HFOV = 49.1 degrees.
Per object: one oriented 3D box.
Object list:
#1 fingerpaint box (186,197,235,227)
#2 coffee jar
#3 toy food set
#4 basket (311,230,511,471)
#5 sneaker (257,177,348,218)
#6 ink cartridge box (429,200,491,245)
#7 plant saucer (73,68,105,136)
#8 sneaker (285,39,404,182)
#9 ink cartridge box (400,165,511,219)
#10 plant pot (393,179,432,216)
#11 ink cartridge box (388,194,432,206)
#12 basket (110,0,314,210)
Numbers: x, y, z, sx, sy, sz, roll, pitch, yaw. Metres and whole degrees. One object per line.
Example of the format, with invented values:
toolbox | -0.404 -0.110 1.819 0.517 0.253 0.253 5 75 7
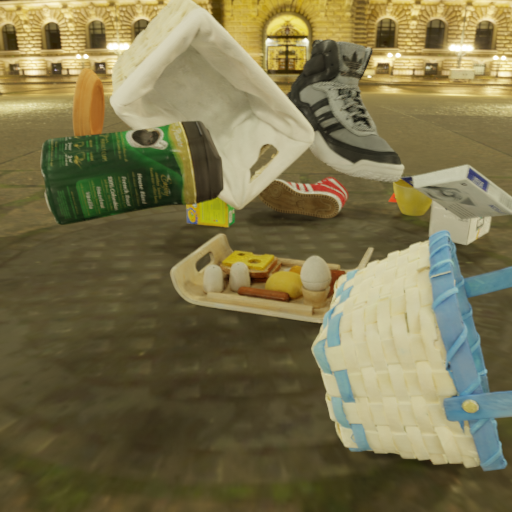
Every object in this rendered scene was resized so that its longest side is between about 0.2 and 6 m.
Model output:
fingerpaint box | -1.011 -1.303 12.299 1.014 1.215 0.446 6 21 17
coffee jar | -1.344 -0.955 6.261 1.910 0.815 0.996 -10 38 -10
toy food set | 0.323 0.146 8.993 2.793 0.844 2.004 7 22 18
basket | 2.123 0.766 5.475 2.792 1.942 2.461 -18 14 26
sneaker | 1.150 -1.503 13.465 2.143 0.763 1.205 17 30 21
ink cartridge box | 4.238 -0.832 11.580 0.846 0.842 1.153 18 27 39
plant saucer | -3.922 -3.446 13.273 0.352 1.883 1.883 5 21 -3
sneaker | 1.710 -2.896 10.603 1.336 2.015 3.540 -2 35 -33
ink cartridge box | 2.646 -0.798 7.439 1.111 0.226 1.114 24 -14 -30
plant pot | 3.713 -1.355 13.131 1.024 0.727 1.024 -1 21 0
ink cartridge box | 4.026 -1.549 14.321 1.104 0.315 0.897 12 24 19
basket | -0.747 -2.477 9.059 2.842 1.927 1.753 37 17 -38
